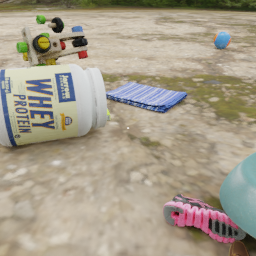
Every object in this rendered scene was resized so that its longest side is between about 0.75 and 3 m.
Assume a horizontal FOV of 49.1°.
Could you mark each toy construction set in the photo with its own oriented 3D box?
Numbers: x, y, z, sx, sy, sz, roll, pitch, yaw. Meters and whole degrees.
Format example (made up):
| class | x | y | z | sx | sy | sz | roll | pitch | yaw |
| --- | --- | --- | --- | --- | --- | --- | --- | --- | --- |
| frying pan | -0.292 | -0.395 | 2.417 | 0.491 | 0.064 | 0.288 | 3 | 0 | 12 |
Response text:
| class | x | y | z | sx | sy | sz | roll | pitch | yaw |
| --- | --- | --- | --- | --- | --- | --- | --- | --- | --- |
| toy construction set | -2.735 | -2.149 | 9.155 | 2.314 | 2.775 | 2.132 | 21 | 29 | 35 |

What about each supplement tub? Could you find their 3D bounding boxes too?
| class | x | y | z | sx | sy | sz | roll | pitch | yaw |
| --- | --- | --- | --- | --- | --- | --- | --- | --- | --- |
| supplement tub | -2.048 | -0.645 | 7.378 | 2.695 | 1.954 | 1.954 | -9 | 29 | -16 |

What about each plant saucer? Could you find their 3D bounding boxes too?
| class | x | y | z | sx | sy | sz | roll | pitch | yaw |
| --- | --- | --- | --- | --- | --- | --- | --- | --- | --- |
| plant saucer | 2.986 | 0.855 | 4.437 | 2.988 | 0.537 | 2.988 | -9 | 17 | 3 |

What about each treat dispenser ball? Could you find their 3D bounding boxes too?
| class | x | y | z | sx | sy | sz | roll | pitch | yaw |
| --- | --- | --- | --- | --- | --- | --- | --- | --- | --- |
| treat dispenser ball | 6.025 | -5.610 | 17.922 | 1.046 | 1.046 | 1.046 | 0 | 28 | 0 |

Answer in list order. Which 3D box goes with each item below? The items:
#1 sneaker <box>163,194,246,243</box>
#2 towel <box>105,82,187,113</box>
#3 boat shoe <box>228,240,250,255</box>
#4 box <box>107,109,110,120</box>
| class | x | y | z | sx | sy | sz | roll | pitch | yaw |
| --- | --- | --- | --- | --- | --- | --- | --- | --- | --- |
| sneaker | 1.355 | 1.502 | 4.917 | 1.399 | 0.553 | 0.667 | 14 | 19 | 23 |
| towel | 0.660 | -1.243 | 10.327 | 2.612 | 0.311 | 1.891 | 17 | 31 | 30 |
| boat shoe | 1.663 | 2.000 | 4.090 | 0.330 | 0.310 | 0.917 | 8 | 29 | 15 |
| box | -0.922 | -0.513 | 9.007 | 0.571 | 0.223 | 0.936 | -6 | 28 | -12 |
